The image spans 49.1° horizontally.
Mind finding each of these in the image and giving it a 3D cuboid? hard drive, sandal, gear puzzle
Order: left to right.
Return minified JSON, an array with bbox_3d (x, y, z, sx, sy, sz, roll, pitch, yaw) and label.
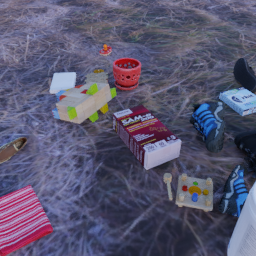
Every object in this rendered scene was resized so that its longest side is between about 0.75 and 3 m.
[{"bbox_3d":[-3.154,-2.229,13.714,1.105,0.224,1.676,-3,38,-4],"label":"hard drive"},{"bbox_3d":[-1.552,-2.427,13.968,1.145,0.289,2.210,-4,36,-1],"label":"gear puzzle"},{"bbox_3d":[5.827,-2.502,13.690,0.602,0.945,2.515,16,43,-19],"label":"sandal"}]

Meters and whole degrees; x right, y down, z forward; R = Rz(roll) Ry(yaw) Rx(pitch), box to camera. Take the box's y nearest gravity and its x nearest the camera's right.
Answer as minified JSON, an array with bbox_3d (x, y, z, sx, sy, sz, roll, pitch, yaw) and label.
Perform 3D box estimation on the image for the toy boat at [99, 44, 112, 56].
[{"bbox_3d":[-1.317,-4.651,16.486,0.559,0.560,0.857,16,41,19],"label":"toy boat"}]

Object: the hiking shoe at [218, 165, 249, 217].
[{"bbox_3d":[3.256,1.889,8.304,0.765,0.657,1.766,23,53,16],"label":"hiking shoe"}]

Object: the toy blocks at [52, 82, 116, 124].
[{"bbox_3d":[-2.116,-1.164,11.710,1.942,1.419,2.840,12,38,32],"label":"toy blocks"}]

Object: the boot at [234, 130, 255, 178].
[{"bbox_3d":[4.969,0.784,9.413,2.348,0.869,1.924,-12,37,-4],"label":"boot"}]

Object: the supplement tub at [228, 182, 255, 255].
[{"bbox_3d":[3.217,2.372,6.162,1.587,2.405,1.587,0,38,0],"label":"supplement tub"}]

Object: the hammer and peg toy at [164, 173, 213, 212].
[{"bbox_3d":[1.754,1.890,8.305,1.483,0.523,1.091,8,41,10],"label":"hammer and peg toy"}]

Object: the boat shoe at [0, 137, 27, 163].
[{"bbox_3d":[-4.032,0.701,9.696,0.486,0.486,1.315,-18,24,40],"label":"boat shoe"}]

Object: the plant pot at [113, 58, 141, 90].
[{"bbox_3d":[-0.048,-2.546,13.324,1.317,1.199,1.317,0,39,0],"label":"plant pot"}]

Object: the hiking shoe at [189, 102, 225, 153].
[{"bbox_3d":[2.922,-0.030,10.436,1.290,1.107,2.976,3,28,17],"label":"hiking shoe"}]

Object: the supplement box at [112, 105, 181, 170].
[{"bbox_3d":[0.596,0.228,10.175,1.395,0.780,2.563,-19,41,-23],"label":"supplement box"}]

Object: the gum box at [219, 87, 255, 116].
[{"bbox_3d":[5.036,-1.199,12.324,1.302,0.341,1.533,-15,41,-18],"label":"gum box"}]

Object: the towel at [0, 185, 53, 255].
[{"bbox_3d":[-3.067,2.473,7.792,1.391,0.216,1.924,-21,43,-27],"label":"towel"}]
